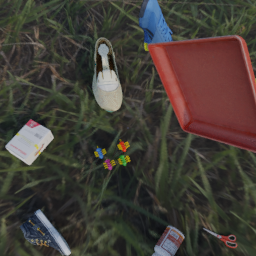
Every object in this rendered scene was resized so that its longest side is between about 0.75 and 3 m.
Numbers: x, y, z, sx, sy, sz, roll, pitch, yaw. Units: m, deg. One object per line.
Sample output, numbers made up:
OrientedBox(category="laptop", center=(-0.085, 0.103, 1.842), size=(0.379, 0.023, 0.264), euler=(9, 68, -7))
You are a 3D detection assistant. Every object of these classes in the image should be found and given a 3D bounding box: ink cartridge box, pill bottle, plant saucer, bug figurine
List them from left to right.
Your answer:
OrientedBox(category="ink cartridge box", center=(-2.973, 0.426, 8.509), size=(0.826, 0.474, 1.138), euler=(28, 63, 16))
OrientedBox(category="bug figurine", center=(-0.436, 0.816, 8.401), size=(1.072, 0.276, 0.831), euler=(-15, 66, -13))
OrientedBox(category="pill bottle", center=(0.979, 2.952, 6.987), size=(0.498, 0.498, 0.888), euler=(32, 64, 18))
OrientedBox(category="plant saucer", center=(1.718, -0.786, 5.887), size=(0.460, 2.499, 2.504), euler=(-38, 28, -18))

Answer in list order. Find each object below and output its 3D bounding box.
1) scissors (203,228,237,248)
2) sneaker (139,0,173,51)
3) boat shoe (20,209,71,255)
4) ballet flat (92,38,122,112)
OrientedBox(category="scissors", center=(2.390, 2.865, 7.291), size=(0.896, 0.062, 0.328), euler=(12, 62, 6))
OrientedBox(category="sneaker", center=(0.829, -2.607, 7.340), size=(0.863, 2.202, 0.726), euler=(24, 80, 16))
OrientedBox(category="boat shoe", center=(-2.096, 2.808, 7.097), size=(0.667, 0.520, 1.469), euler=(-40, 60, -21))
OrientedBox(category="ballet flat", center=(-0.811, -1.926, 9.667), size=(0.987, 0.912, 2.927), euler=(-9, 60, -5))
